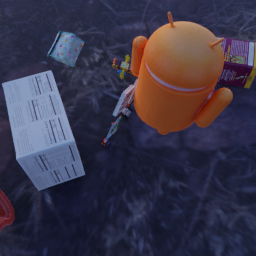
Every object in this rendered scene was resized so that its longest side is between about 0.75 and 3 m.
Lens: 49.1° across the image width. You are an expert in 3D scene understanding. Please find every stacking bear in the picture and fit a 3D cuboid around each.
[{"bbox_3d":[-3.949,2.082,5.858,2.403,1.366,1.459,-22,14,5],"label":"stacking bear"}]

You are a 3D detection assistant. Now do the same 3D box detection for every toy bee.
[{"bbox_3d":[-0.232,-1.924,8.866,1.181,0.642,0.773,-7,76,9],"label":"toy bee"}]

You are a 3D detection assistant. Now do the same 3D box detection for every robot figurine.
[{"bbox_3d":[0.971,-0.948,5.642,1.533,2.629,1.891,-7,57,-13],"label":"robot figurine"}]

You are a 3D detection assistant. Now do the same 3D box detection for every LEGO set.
[{"bbox_3d":[-0.190,-0.526,7.292,0.556,2.267,1.694,34,45,7],"label":"LEGO set"}]

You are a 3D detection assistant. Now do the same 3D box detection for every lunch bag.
[{"bbox_3d":[-2.034,-2.526,8.804,1.052,0.642,0.896,25,90,33],"label":"lunch bag"}]

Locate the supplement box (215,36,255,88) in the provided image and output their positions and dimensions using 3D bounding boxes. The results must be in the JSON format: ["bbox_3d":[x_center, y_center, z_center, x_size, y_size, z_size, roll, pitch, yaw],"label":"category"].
[{"bbox_3d":[3.096,-2.119,8.903,1.830,0.944,1.198,13,58,11],"label":"supplement box"}]

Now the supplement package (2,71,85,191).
[{"bbox_3d":[-2.074,0.076,6.988,1.247,1.751,2.249,-17,58,-12],"label":"supplement package"}]
